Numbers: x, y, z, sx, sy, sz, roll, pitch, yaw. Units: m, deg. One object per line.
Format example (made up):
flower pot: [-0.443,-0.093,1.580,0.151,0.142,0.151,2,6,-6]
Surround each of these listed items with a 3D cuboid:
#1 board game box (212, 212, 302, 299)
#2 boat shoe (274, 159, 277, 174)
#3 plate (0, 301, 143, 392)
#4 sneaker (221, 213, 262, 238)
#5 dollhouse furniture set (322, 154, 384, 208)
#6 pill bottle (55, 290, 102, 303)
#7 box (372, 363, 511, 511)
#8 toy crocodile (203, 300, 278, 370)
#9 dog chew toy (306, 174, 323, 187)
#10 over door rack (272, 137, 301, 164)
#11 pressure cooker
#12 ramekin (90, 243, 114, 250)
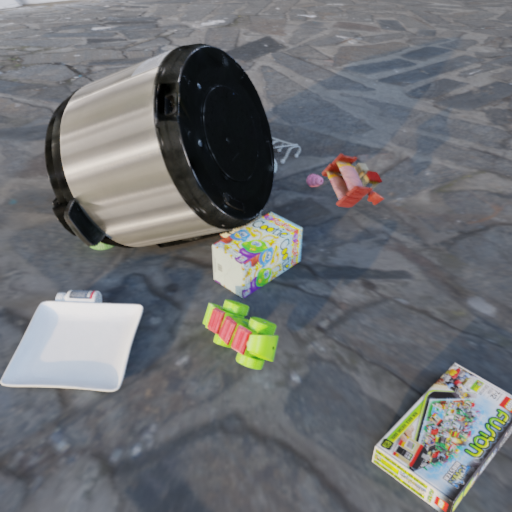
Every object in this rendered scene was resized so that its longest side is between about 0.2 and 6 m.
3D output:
board game box: [0.041,-0.043,10.830,0.844,0.860,1.639,30,46,34]
boat shoe: [-0.039,-2.260,13.195,0.713,0.785,2.135,22,5,37]
plate: [-2.891,1.479,9.100,1.830,0.296,1.834,1,40,3]
sneaker: [-0.466,-1.187,12.287,1.001,1.056,2.571,-10,37,-14]
dollhouse furniture set: [2.209,-1.508,11.611,1.598,0.650,0.860,0,59,-41]
pill bottle: [-3.164,0.827,9.977,0.725,0.434,0.434,3,35,3]
box: [2.705,2.441,7.749,1.170,0.369,2.126,29,44,35]
toy crocodile: [-0.316,1.183,8.829,0.677,0.740,2.193,18,3,-33]
dog chew toy: [1.431,-1.801,13.453,0.318,0.318,0.510,-18,16,-23]
over door rack: [0.145,-2.917,14.869,1.342,0.605,1.816,25,17,33]
pressure cooker: [-2.009,-1.946,10.869,3.929,3.510,3.456,-9,-3,30]
ramekin: [-3.246,-0.435,11.826,0.731,0.357,0.731,0,35,0]
